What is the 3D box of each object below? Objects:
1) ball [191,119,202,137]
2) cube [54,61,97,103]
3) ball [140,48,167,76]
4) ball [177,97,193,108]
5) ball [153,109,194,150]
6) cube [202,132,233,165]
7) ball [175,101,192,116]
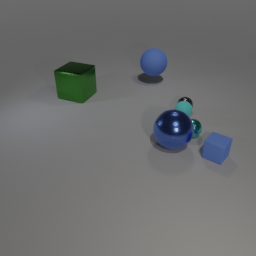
[{"bbox_3d":[2.421,0.001,10.487,0.700,0.700,0.700,0,33,0],"label":"ball"},{"bbox_3d":[-2.441,-2.184,13.226,1.400,1.400,1.400,13,35,19],"label":"cube"},{"bbox_3d":[1.318,-3.375,14.378,1.400,1.400,1.400,0,33,0],"label":"ball"},{"bbox_3d":[2.448,-0.994,12.043,0.700,0.700,0.700,0,33,0],"label":"ball"},{"bbox_3d":[1.574,0.053,9.711,1.400,1.400,1.400,0,33,0],"label":"ball"},{"bbox_3d":[2.993,0.668,9.418,0.700,0.700,0.700,23,39,31],"label":"cube"},{"bbox_3d":[2.250,-0.741,11.347,0.700,0.700,0.700,0,33,0],"label":"ball"}]
